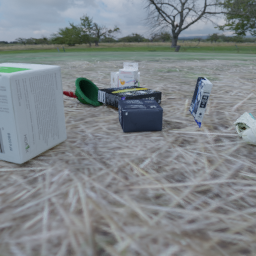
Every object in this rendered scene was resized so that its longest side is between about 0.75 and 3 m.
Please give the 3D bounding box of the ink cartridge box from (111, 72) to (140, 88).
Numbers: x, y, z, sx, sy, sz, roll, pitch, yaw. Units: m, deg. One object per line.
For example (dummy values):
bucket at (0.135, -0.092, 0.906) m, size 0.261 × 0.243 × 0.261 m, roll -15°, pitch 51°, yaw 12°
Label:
ink cartridge box at (-0.196, -3.096, 18.462) m, size 1.936 × 1.134 × 0.652 m, roll 1°, pitch 20°, yaw 2°

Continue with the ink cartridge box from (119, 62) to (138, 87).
ink cartridge box at (0.031, -3.032, 17.193) m, size 1.076 × 1.868 × 0.634 m, roll 10°, pitch 21°, yaw 28°

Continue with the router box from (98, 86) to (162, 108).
router box at (0.110, -1.654, 14.811) m, size 2.717 × 0.710 × 2.136 m, roll -13°, pitch 24°, yaw -41°

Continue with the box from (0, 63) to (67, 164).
box at (-3.832, -0.648, 9.215) m, size 2.716 × 2.729 × 2.338 m, roll 8°, pitch 19°, yaw 23°

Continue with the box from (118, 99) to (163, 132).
box at (0.468, -0.550, 11.582) m, size 1.605 × 0.958 × 1.632 m, roll -3°, pitch 20°, yaw -8°

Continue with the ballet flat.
ballet flat at (4.473, 0.169, 10.108) m, size 0.938 × 0.938 × 2.614 m, roll 2°, pitch 17°, yaw 6°

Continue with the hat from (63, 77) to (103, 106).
hat at (-2.678, -1.543, 15.328) m, size 1.820 × 1.934 × 2.197 m, roll 8°, pitch 49°, yaw -50°

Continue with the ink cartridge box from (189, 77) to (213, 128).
ink cartridge box at (2.123, -0.755, 8.360) m, size 0.275 × 1.403 × 0.698 m, roll 5°, pitch 25°, yaw -7°
